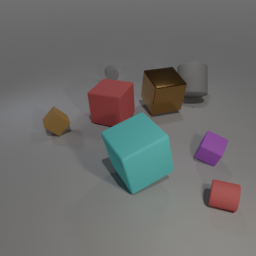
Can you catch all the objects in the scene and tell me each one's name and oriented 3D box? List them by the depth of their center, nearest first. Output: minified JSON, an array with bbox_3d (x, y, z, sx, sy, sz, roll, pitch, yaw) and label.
[{"bbox_3d":[2.513,1.754,7.309,0.700,0.700,0.700,10,31,17],"label":"cylinder"},{"bbox_3d":[0.275,0.673,7.929,1.400,1.400,1.400,-27,40,-14],"label":"cube"},{"bbox_3d":[2.648,0.652,8.918,0.700,0.700,0.700,26,56,11],"label":"cube"},{"bbox_3d":[-2.717,-0.255,10.609,0.700,0.700,0.700,36,10,-34],"label":"cube"},{"bbox_3d":[-0.635,-1.031,11.389,1.400,1.400,1.400,10,36,21],"label":"cube"},{"bbox_3d":[1.494,-1.618,12.079,1.400,1.400,1.400,-10,45,-16],"label":"cube"},{"bbox_3d":[3.039,-2.238,13.217,1.400,1.400,1.400,1,-4,0],"label":"cylinder"},{"bbox_3d":[-0.886,-2.950,15.123,0.700,0.700,0.700,-5,31,-9],"label":"cylinder"}]
